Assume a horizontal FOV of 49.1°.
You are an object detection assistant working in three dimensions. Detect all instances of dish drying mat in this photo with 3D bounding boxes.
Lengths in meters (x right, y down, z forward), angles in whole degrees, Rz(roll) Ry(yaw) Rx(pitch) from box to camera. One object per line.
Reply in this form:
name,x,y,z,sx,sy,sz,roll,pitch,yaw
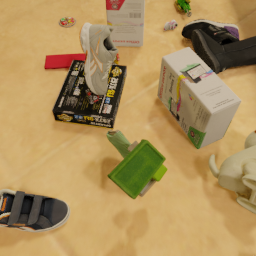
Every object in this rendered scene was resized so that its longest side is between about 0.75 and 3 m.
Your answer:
dish drying mat,-2.298,-2.735,11.413,2.121,0.193,0.815,-5,54,-2

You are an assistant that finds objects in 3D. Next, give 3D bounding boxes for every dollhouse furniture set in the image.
dollhouse furniture set,-0.055,0.925,7.227,1.470,2.942,1.136,45,79,-11

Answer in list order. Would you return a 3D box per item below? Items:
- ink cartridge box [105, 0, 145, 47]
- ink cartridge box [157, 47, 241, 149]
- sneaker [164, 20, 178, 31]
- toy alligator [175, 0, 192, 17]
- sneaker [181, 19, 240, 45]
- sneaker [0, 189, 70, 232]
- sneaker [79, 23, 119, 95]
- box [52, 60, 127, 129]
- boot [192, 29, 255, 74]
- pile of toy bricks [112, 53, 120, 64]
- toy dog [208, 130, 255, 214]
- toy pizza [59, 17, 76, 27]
ink cartridge box,-0.083,-4.446,11.409,1.513,2.050,0.878,3,51,2
ink cartridge box,2.112,-0.983,9.074,1.118,1.929,2.664,-22,57,-15
sneaker,1.952,-4.612,12.654,0.831,0.338,0.366,-37,60,-23
toy alligator,2.781,-5.817,13.413,0.563,0.615,2.075,19,44,-38
sneaker,3.508,-3.874,11.816,2.444,0.925,1.070,3,60,2
sneaker,-2.815,2.191,7.430,2.448,0.972,0.960,-1,53,-2
sneaker,-0.798,-2.096,8.854,1.076,2.339,0.886,5,34,18
box,-1.289,-1.295,10.105,2.114,0.653,2.647,8,55,4
boot,4.229,-3.371,11.381,2.710,0.889,2.234,-18,68,-7
pile of toy bricks,-0.927,-3.074,11.250,0.735,0.654,1.326,-20,56,-37
toy dog,3.706,1.032,8.087,2.219,1.597,2.289,20,53,38
toy pizza,-2.830,-4.977,13.040,0.816,0.129,0.816,0,54,0
